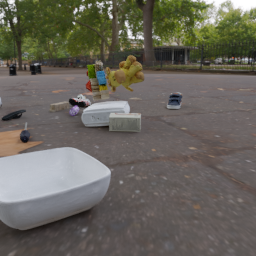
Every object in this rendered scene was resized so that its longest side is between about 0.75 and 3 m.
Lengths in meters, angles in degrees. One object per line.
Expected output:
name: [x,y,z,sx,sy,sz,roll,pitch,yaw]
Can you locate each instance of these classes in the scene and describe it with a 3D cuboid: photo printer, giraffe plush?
photo printer: [-0.856,-0.670,12.019,1.830,0.764,2.200,-4,13,6]
giraffe plush: [-0.288,-2.219,11.970,1.295,1.597,1.378,-18,67,-42]

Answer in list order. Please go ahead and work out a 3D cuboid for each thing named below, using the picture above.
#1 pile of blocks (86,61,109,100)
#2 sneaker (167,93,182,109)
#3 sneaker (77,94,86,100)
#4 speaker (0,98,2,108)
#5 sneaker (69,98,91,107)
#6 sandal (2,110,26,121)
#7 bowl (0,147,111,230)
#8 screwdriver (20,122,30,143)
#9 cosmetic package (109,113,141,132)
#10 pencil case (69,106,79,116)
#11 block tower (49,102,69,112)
pile of blocks: [-1.529,-2.255,12.767,0.902,1.192,2.904,-9,39,-10]
sneaker: [2.650,-1.575,15.904,0.776,0.785,1.978,5,16,13]
sneaker: [-3.108,-1.899,17.891,0.503,0.434,1.147,-9,16,-30]
speaker: [-7.719,-1.310,15.072,1.600,0.650,0.650,-12,18,-38]
sneaker: [-2.767,-1.487,16.256,1.289,0.431,0.691,13,18,32]
sandal: [-5.240,-0.552,12.902,0.452,0.288,1.204,11,30,35]
bowl: [-1.533,1.075,5.199,2.060,0.770,2.063,-10,16,-34]
screwdriver: [-3.710,0.122,10.147,0.326,0.340,2.340,-4,11,-18]
cosmetic package: [-0.104,-0.220,10.641,1.179,0.609,0.514,2,23,4]
pencil case: [-2.650,-0.855,13.800,0.368,0.375,0.877,-4,13,0]
block tower: [-3.654,-1.154,15.007,0.361,0.387,1.337,6,16,23]
